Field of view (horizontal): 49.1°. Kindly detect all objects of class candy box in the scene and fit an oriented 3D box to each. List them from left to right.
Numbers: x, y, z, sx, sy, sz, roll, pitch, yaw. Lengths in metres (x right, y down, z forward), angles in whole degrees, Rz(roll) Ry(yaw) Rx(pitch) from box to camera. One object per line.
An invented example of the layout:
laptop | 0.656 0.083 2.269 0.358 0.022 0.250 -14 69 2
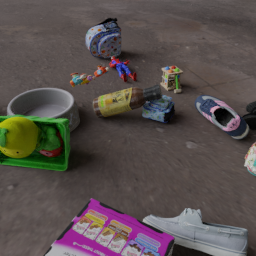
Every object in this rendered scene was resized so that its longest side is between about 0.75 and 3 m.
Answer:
candy box | -0.662 2.898 4.975 2.022 0.904 2.965 18 39 24

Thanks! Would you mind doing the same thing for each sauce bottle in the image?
sauce bottle | -0.017 -0.999 9.947 2.459 0.796 0.796 -14 33 14

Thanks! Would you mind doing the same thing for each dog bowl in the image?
dog bowl | -3.031 -0.596 10.034 2.616 0.767 2.616 1 35 -1

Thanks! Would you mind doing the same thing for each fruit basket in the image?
fruit basket | -2.823 0.393 7.748 2.412 1.740 2.412 2 21 -1

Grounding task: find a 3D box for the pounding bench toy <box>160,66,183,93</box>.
pounding bench toy | 1.979 -2.109 12.054 0.692 0.869 1.114 -13 37 -18

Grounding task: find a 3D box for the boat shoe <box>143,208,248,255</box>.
boat shoe | 1.427 2.123 5.984 2.207 0.770 0.786 14 81 10

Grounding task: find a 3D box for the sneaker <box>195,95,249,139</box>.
sneaker | 3.053 -0.614 9.654 1.013 0.867 2.471 31 11 -41

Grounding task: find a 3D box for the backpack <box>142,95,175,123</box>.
backpack | 1.090 -0.762 10.232 1.090 0.801 0.997 11 33 22

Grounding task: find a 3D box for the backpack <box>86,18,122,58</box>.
backpack | -1.272 -4.583 14.897 1.861 1.954 1.505 -15 51 -14

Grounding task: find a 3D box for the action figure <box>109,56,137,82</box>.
action figure | -0.341 -2.968 13.556 0.801 0.633 2.448 -15 36 -16

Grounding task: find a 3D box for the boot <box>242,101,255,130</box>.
boot | 4.510 -0.507 10.014 1.563 0.588 1.169 2 41 -16

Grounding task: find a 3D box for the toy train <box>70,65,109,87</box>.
toy train | -1.525 -2.045 10.608 1.225 0.454 1.631 -28 0 35

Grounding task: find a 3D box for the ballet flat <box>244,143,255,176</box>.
ballet flat | 4.517 0.409 8.456 1.127 0.952 2.980 25 42 32
